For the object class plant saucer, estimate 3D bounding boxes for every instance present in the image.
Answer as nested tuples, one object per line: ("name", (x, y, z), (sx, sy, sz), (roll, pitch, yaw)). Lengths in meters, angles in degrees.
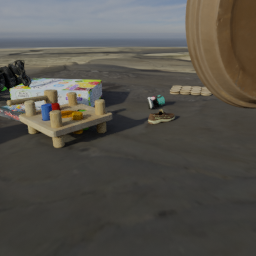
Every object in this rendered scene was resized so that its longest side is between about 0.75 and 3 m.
("plant saucer", (1.934, -1.432, 3.450), (2.588, 2.588, 0.381), (-6, 24, -17))

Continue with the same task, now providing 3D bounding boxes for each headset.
("headset", (-4.663, -1.641, 10.460), (2.955, 1.389, 1.825), (-24, 5, 38))

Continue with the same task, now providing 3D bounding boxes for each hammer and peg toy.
("hammer and peg toy", (-1.931, -0.353, 7.589), (1.897, 0.909, 2.579), (-20, 28, -41))

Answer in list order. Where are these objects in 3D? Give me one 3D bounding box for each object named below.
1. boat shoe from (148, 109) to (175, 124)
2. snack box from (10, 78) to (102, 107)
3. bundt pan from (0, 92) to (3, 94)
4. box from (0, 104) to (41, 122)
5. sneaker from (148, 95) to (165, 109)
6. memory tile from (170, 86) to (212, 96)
("boat shoe", (1.043, -0.374, 8.424), (0.981, 0.363, 0.362), (-15, 24, -36))
("snack box", (-2.559, -1.321, 10.497), (2.845, 0.754, 2.023), (2, 20, 7))
("bundt pan", (-5.853, -1.644, 12.133), (0.778, 0.292, 0.778), (0, 20, 0))
("box", (-3.295, -0.519, 8.964), (1.449, 0.273, 0.989), (13, 23, 32))
("sneaker", (1.009, -0.917, 9.951), (0.593, 0.411, 0.982), (-8, 17, 7))
("memory tile", (2.793, -1.654, 12.377), (1.766, 0.148, 1.354), (6, 20, 14))
